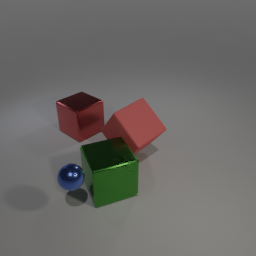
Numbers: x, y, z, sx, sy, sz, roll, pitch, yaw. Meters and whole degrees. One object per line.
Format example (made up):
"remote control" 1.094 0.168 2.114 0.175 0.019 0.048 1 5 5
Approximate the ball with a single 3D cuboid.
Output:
"ball" -1.473 1.266 7.238 0.700 0.700 0.700 0 31 0

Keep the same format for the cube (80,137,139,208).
"cube" -0.584 1.315 8.649 1.400 1.400 1.400 -12 33 -19

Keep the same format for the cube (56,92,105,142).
"cube" -1.959 -0.507 11.657 1.400 1.400 1.400 26 40 36

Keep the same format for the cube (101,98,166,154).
"cube" 0.173 0.064 9.765 1.400 1.400 1.400 -31 81 -34
